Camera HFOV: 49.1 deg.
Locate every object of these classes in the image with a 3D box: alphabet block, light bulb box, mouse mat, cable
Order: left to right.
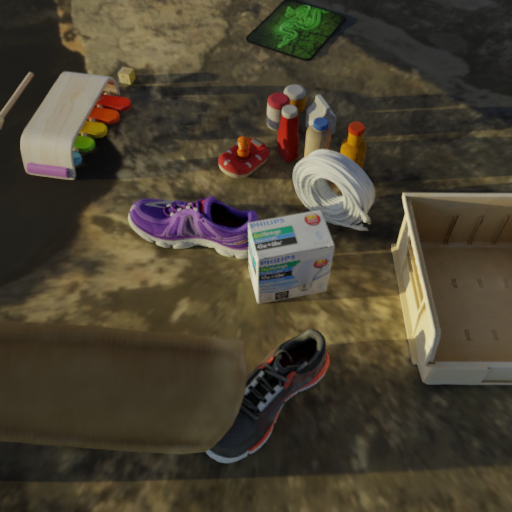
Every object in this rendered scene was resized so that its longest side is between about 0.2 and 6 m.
[{"bbox_3d":[-2.536,-3.530,10.974,0.239,0.234,0.235,13,56,11],"label":"alphabet block"},{"bbox_3d":[0.454,0.030,7.784,1.065,1.074,0.670,-11,54,-7],"label":"light bulb box"},{"bbox_3d":[0.874,-4.927,12.127,1.568,0.073,1.948,24,56,17],"label":"mouse mat"},{"bbox_3d":[1.162,-1.018,8.430,1.276,1.277,0.442,14,51,44],"label":"cable"}]

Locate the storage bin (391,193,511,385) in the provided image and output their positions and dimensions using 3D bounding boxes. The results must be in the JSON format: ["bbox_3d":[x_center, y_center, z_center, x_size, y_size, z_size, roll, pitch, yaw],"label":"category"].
[{"bbox_3d":[3.236,0.412,7.462,2.425,1.136,2.407,0,53,0],"label":"storage bin"}]

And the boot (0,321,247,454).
[{"bbox_3d":[-2.422,1.748,6.013,3.808,3.335,1.259,11,53,-21],"label":"boot"}]

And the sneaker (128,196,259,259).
[{"bbox_3d":[-0.901,-0.617,8.400,2.080,0.868,0.839,9,53,7],"label":"sneaker"}]

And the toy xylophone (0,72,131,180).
[{"bbox_3d":[-3.470,-2.488,9.939,1.841,0.632,2.515,16,55,11],"label":"toy xylophone"}]

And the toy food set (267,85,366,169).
[{"bbox_3d":[0.904,-2.325,9.538,1.142,1.076,2.392,-17,55,-12],"label":"toy food set"}]

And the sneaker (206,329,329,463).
[{"bbox_3d":[0.102,1.566,6.782,0.782,0.831,2.030,36,61,24],"label":"sneaker"}]

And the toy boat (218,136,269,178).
[{"bbox_3d":[-0.220,-1.741,9.401,0.601,0.602,0.920,35,61,23],"label":"toy boat"}]
